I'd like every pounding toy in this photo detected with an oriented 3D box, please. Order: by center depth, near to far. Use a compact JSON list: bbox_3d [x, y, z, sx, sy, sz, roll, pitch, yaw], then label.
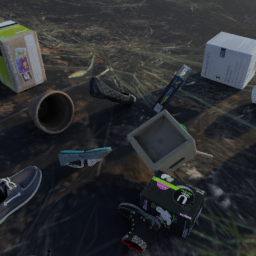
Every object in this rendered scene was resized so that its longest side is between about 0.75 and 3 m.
[{"bbox_3d":[1.286,0.572,8.429,1.824,1.297,1.679,-34,55,-4],"label":"pounding toy"}]

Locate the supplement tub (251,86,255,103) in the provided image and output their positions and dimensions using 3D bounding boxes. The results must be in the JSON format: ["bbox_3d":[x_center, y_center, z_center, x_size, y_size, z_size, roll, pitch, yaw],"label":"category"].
[{"bbox_3d":[5.639,-1.309,11.258,1.101,0.795,0.795,4,40,5],"label":"supplement tub"}]

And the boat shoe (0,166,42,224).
[{"bbox_3d":[-3.254,1.759,7.563,0.867,0.748,2.386,19,43,21],"label":"boat shoe"}]

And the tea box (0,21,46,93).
[{"bbox_3d":[-5.022,-3.157,12.289,1.554,2.326,2.288,-32,49,-33],"label":"tea box"}]

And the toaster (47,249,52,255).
[{"bbox_3d":[-1.855,3.279,5.562,0.828,0.941,1.458,9,41,9],"label":"toaster"}]

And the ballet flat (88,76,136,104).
[{"bbox_3d":[-0.477,-1.342,10.600,0.837,0.716,2.520,12,2,36],"label":"ballet flat"}]

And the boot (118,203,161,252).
[{"bbox_3d":[0.124,2.457,6.990,1.197,0.438,0.901,24,45,18],"label":"boot"}]

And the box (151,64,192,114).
[{"bbox_3d":[1.627,-1.441,10.428,0.432,1.695,1.336,36,36,1],"label":"box"}]

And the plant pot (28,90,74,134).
[{"bbox_3d":[-2.937,-0.631,10.136,1.324,1.518,1.518,13,37,44],"label":"plant pot"}]

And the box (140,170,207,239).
[{"bbox_3d":[1.133,1.939,7.256,1.394,0.867,1.035,23,45,24],"label":"box"}]

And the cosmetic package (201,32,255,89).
[{"bbox_3d":[4.697,-3.105,12.732,2.050,1.689,1.691,25,46,28],"label":"cosmetic package"}]

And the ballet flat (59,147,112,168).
[{"bbox_3d":[-1.278,0.913,8.476,1.731,0.551,0.583,-6,0,16],"label":"ballet flat"}]
